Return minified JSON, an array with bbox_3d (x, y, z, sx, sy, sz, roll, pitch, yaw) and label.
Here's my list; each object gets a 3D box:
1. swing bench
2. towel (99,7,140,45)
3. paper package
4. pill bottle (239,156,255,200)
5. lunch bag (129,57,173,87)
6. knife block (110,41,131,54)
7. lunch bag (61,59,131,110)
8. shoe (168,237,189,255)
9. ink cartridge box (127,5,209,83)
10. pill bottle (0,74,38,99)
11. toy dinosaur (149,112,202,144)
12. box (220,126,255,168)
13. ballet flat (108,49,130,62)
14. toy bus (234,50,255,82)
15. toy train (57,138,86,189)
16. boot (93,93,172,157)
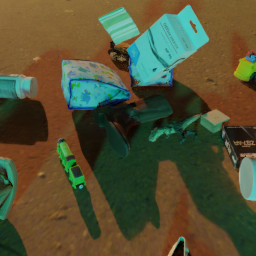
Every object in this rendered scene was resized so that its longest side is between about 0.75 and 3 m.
[{"bbox_3d":[-4.587,1.711,6.950,2.600,1.696,2.614,15,35,19],"label":"swing bench"},{"bbox_3d":[-0.372,-4.578,12.643,1.320,1.730,0.202,-19,60,18],"label":"towel"},{"bbox_3d":[3.219,-0.266,10.408,0.799,0.413,0.761,-21,43,-24],"label":"paper package"},{"bbox_3d":[4.525,1.407,7.352,2.801,1.559,1.559,3,38,4],"label":"pill bottle"},{"bbox_3d":[1.053,-2.977,13.049,1.996,1.454,2.348,0,45,2],"label":"lunch bag"},{"bbox_3d":[-0.380,-4.654,15.958,1.362,0.436,1.196,2,39,4],"label":"knife block"},{"bbox_3d":[-1.342,-1.748,11.327,2.482,1.582,2.110,-5,37,-20],"label":"lunch bag"},{"bbox_3d":[1.024,3.034,6.256,0.463,0.354,1.325,17,41,20],"label":"shoe"},{"bbox_3d":[1.294,-2.864,9.702,0.862,2.540,1.473,-23,83,-47],"label":"ink cartridge box"},{"bbox_3d":[-4.829,-1.757,11.812,1.808,1.028,1.028,4,38,5],"label":"pill bottle"},{"bbox_3d":[1.892,0.071,9.795,2.306,0.547,1.016,-20,51,-17],"label":"toy dinosaur"},{"bbox_3d":[4.325,0.593,9.284,2.062,0.449,1.652,0,38,0],"label":"box"},{"bbox_3d":[-0.529,-3.818,14.851,1.558,0.569,0.569,23,43,23],"label":"ballet flat"},{"bbox_3d":[5.836,-3.003,13.157,1.394,1.339,0.946,-20,41,-26],"label":"toy bus"},{"bbox_3d":[-1.793,1.025,8.632,0.427,0.578,2.049,-17,42,-21],"label":"toy train"},{"bbox_3d":[0.575,-0.276,10.103,2.992,0.961,2.789,-12,41,-22],"label":"boot"}]
